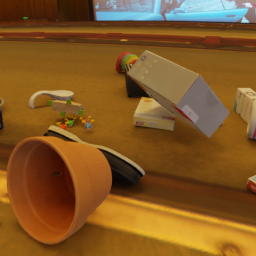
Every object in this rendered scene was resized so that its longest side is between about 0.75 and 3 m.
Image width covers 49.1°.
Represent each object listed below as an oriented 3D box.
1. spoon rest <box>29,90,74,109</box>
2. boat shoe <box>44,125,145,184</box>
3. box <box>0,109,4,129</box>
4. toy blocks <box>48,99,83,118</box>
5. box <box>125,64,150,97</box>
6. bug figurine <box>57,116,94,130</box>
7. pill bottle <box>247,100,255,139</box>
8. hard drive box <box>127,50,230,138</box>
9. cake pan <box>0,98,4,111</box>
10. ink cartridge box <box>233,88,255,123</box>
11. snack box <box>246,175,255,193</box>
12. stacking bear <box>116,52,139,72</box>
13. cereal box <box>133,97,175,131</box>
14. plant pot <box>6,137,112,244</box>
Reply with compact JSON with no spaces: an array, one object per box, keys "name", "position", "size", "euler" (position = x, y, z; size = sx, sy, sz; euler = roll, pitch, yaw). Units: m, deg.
[{"name":"spoon rest","position":[-3.253,-1.357,11.968],"size":[1.955,0.592,0.971],"euler":[-21,33,-35]},{"name":"boat shoe","position":[-1.001,0.850,7.145],"size":[2.915,1.066,0.913],"euler":[19,65,17]},{"name":"box","position":[-5.257,-0.547,9.542],"size":[1.430,0.817,1.570],"euler":[-20,51,-34]},{"name":"toy blocks","position":[-2.199,-0.787,10.319],"size":[1.289,0.644,0.881],"euler":[9,11,0]},{"name":"box","position":[0.825,-2.281,13.187],"size":[1.867,1.160,1.883],"euler":[-1,26,-3]},{"name":"bug figurine","position":[-1.766,-0.124,9.713],"size":[1.271,0.327,0.986],"euler":[-4,19,3]},{"name":"pill bottle","position":[4.999,-0.121,8.640],"size":[2.332,1.268,1.268],"euler":[11,28,20]},{"name":"hard drive box","position":[1.536,-1.130,8.899],"size":[2.117,1.043,2.716],"euler":[36,4,-40]},{"name":"cake pan","position":[-5.917,-0.765,10.987],"size":[1.996,0.366,1.996],"euler":[0,26,0]},{"name":"ink cartridge box","position":[4.562,-0.829,10.509],"size":[0.525,0.911,1.574],"euler":[1,26,-2]},{"name":"snack box","position":[3.847,1.683,6.037],"size":[0.869,0.294,2.418],"euler":[-14,29,-27]},{"name":"stacking bear","position":[0.323,-3.437,15.723],"size":[1.281,1.199,2.109],"euler":[-13,34,-25]},{"name":"cereal box","position":[1.062,-0.586,10.531],"size":[1.460,0.401,2.030],"euler":[8,28,9]},{"name":"plant pot","position":[-1.253,1.089,5.658],"size":[1.984,1.984,1.389],"euler":[18,15,32]}]
